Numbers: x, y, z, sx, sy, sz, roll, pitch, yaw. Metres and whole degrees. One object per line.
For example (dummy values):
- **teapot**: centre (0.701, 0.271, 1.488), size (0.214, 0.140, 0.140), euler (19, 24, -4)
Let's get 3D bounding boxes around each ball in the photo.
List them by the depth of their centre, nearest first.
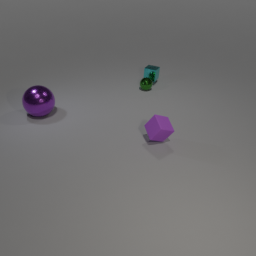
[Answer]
- **ball**: centre (-3.945, -1.188, 12.395), size (1.400, 1.400, 1.400), euler (0, 31, 0)
- **ball**: centre (0.980, -2.376, 15.065), size (0.700, 0.700, 0.700), euler (0, 31, 0)

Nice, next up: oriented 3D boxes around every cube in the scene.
- **cube**: centre (1.165, 0.012, 10.476), size (0.700, 0.700, 0.700), euler (9, 48, -37)
- **cube**: centre (1.332, -3.087, 15.780), size (0.700, 0.700, 0.700), euler (16, 32, 18)
